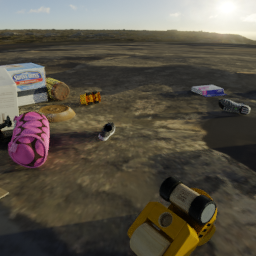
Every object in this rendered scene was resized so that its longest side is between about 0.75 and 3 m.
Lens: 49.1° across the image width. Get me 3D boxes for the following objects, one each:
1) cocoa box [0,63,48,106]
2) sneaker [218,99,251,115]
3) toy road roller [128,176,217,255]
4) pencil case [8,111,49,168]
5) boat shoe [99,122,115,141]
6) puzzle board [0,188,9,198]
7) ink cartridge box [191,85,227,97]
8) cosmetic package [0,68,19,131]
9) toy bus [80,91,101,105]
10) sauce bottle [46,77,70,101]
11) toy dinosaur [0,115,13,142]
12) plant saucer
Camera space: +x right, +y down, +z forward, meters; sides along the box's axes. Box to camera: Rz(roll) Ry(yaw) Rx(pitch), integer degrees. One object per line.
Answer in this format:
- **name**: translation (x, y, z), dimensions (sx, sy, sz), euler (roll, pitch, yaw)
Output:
- **cocoa box**: translation (-5.489, -2.086, 13.492), dimensions (2.654, 1.741, 1.770), euler (-16, 27, -35)
- **sneaker**: translation (4.784, -0.965, 12.498), dimensions (1.384, 0.519, 0.799), euler (25, 27, 28)
- **toy road roller**: translation (0.930, 1.823, 5.062), dimensions (1.632, 1.192, 1.003), euler (-49, 40, -13)
- **pencil case**: translation (-3.021, 0.270, 8.547), dimensions (1.139, 1.104, 2.433), euler (31, 7, -25)
- **boat shoe**: translation (-0.706, 0.011, 9.895), dimensions (0.424, 0.401, 1.212), euler (28, 28, 6)
- **puzzle board**: translation (-3.333, 1.565, 6.610), dimensions (0.820, 0.071, 0.618), euler (12, 26, 29)
- **ink cartridge box**: translation (4.482, -2.066, 15.433), dimensions (1.402, 0.309, 1.428), euler (-8, 22, -20)
- **cosmetic package**: translation (-5.256, -1.071, 10.511), dimensions (1.797, 1.786, 2.147), euler (-12, 32, -30)
- **toy bus**: translation (-1.893, -1.423, 13.548), dimensions (0.907, 0.615, 0.870), euler (-18, 12, -42)
- **sauce bottle**: translation (-4.158, -2.185, 14.804), dimensions (0.981, 0.981, 2.973), euler (-16, 28, -34)
- **toy dinosaur**: translation (-4.312, 0.253, 9.311), dimensions (1.130, 0.851, 1.666), euler (-23, 47, -17)
- **plant saucer**: translation (-3.121, -0.671, 11.904), dimensions (1.738, 0.308, 1.738), euler (0, 22, 0)
